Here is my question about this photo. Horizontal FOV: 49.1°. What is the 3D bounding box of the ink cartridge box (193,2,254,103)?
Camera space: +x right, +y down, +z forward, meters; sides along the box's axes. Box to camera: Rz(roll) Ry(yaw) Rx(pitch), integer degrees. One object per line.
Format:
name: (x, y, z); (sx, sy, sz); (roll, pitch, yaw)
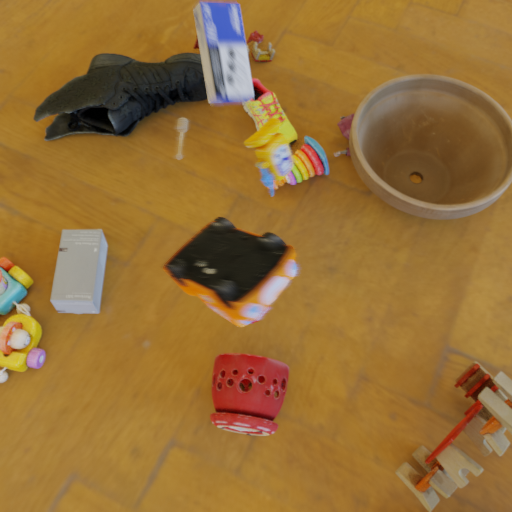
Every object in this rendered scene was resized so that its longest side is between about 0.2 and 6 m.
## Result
ink cartridge box: (-0.548, -3.430, 9.502); (0.743, 0.349, 1.580); (-10, 93, -26)

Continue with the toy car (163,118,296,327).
toy car: (0.288, -0.500, 8.441); (1.961, 1.331, 3.999); (2, 45, 34)

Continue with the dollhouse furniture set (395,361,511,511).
dollhouse furniture set: (3.481, 2.737, 9.274); (2.259, 2.284, 1.176); (-17, 55, -47)

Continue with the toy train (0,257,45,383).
toy train: (-5.346, 1.402, 10.531); (2.425, 0.898, 3.229); (-12, 64, -7)

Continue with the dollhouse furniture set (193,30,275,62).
dollhouse furniture set: (-0.558, -5.211, 14.164); (1.785, 0.726, 0.961); (-7, 61, -23)

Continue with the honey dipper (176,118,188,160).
honey dipper: (-1.450, -2.228, 10.719); (0.198, 0.198, 1.044); (1, 54, 1)

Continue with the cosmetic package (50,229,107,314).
cosmetic package: (-3.518, 0.315, 11.209); (0.856, 0.723, 1.603); (-1, 60, -4)

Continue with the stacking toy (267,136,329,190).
stacking toy: (0.851, -1.876, 12.395); (1.431, 0.785, 0.830); (-34, 64, -4)

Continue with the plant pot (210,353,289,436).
plant pot: (-0.158, 2.429, 9.763); (1.345, 1.345, 1.225); (8, 66, 4)

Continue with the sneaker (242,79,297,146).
sneaker: (0.276, -3.329, 12.983); (0.758, 0.876, 1.939); (-32, 69, -17)

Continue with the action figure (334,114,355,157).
action figure: (2.322, -2.634, 12.894); (0.941, 0.846, 1.263); (6, 68, -46)

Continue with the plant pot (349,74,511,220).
plant pot: (3.607, -2.061, 11.924); (3.416, 1.577, 3.416); (0, 64, 0)

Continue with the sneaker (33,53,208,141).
sneaker: (-2.817, -3.565, 12.931); (4.148, 1.246, 2.163); (6, 60, 10)
